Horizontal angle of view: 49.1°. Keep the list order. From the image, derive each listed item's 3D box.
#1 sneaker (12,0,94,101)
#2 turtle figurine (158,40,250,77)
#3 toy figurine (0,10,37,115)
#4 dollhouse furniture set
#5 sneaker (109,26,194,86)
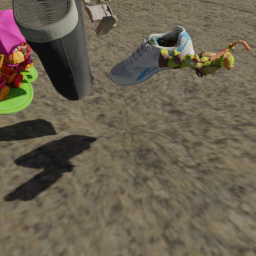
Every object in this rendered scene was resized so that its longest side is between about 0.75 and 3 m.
[{"bbox_3d":[-1.113,-1.670,4.212,0.959,1.361,2.563,-9,55,-1],"label":"sneaker"},{"bbox_3d":[0.703,-0.630,2.618,0.722,0.288,0.896,13,29,42],"label":"turtle figurine"},{"bbox_3d":[-2.924,-1.871,6.934,1.786,2.190,2.379,31,41,-2],"label":"toy figurine"},{"bbox_3d":[-0.686,-3.093,7.104,0.658,0.562,1.269,-22,82,-34],"label":"dollhouse furniture set"},{"bbox_3d":[0.504,-1.848,7.209,2.273,0.918,0.870,-21,51,12],"label":"sneaker"}]
